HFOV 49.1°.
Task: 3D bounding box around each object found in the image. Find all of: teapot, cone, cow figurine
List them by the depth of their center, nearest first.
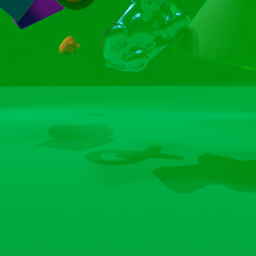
[{"bbox_3d":[1.457,-1.689,3.777,1.466,1.472,1.466,7,22,-3],"label":"cone"},{"bbox_3d":[0.232,-1.515,4.293,1.705,0.936,1.678,-46,15,-7],"label":"cow figurine"},{"bbox_3d":[-2.333,-3.247,11.227,0.607,0.771,1.240,37,-22,-27],"label":"teapot"}]

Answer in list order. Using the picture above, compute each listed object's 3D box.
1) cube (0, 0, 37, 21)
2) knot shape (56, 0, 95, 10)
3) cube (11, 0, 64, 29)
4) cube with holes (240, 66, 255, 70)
[{"bbox_3d":[-2.517,-3.287,6.345,1.017,1.017,1.017,-36,30,27],"label":"cube"},{"bbox_3d":[-1.200,-3.008,5.295,1.606,1.503,0.742,12,-35,-4],"label":"knot shape"},{"bbox_3d":[-2.812,-3.728,7.790,1.342,1.342,1.342,-31,34,-11],"label":"cube"},{"bbox_3d":[3.939,-2.513,9.316,0.821,0.821,0.821,25,11,-12],"label":"cube with holes"}]
